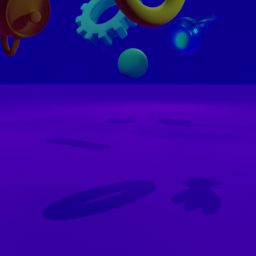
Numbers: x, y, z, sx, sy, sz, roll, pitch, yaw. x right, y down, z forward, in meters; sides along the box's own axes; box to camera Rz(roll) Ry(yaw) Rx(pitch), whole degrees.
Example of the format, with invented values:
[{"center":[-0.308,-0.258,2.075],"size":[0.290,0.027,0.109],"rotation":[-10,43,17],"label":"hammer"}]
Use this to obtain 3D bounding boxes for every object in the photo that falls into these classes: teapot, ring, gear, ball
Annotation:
[{"center":[2.173,-3.273,9.772],"size":[0.998,1.267,2.037],"rotation":[-29,3,-32],"label":"teapot"},{"center":[0.318,-2.143,3.981],"size":[1.345,1.345,0.269],"rotation":[-6,14,-31],"label":"ring"},{"center":[-1.449,-1.696,3.818],"size":[0.729,1.488,0.925],"rotation":[38,23,24],"label":"teapot"},{"center":[-0.469,-2.731,6.718],"size":[1.673,1.673,0.309],"rotation":[6,-21,31],"label":"gear"},{"center":[0.168,-2.215,9.693],"size":[1.030,1.030,1.030],"rotation":[0,10,0],"label":"ball"}]
